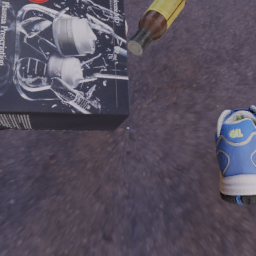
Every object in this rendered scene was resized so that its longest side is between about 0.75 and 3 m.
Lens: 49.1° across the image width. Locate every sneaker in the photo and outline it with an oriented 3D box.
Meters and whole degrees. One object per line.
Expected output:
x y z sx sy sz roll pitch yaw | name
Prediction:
1.864 0.124 4.104 0.976 0.992 2.577 -10 9 26 | sneaker

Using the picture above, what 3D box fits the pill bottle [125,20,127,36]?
-0.472 -2.244 6.264 0.859 0.859 1.552 -7 28 -5 | pill bottle

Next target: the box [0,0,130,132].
-0.942 -0.952 3.799 1.713 0.979 1.881 0 76 -17 | box

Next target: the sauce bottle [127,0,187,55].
0.608 -2.290 5.917 0.602 0.602 1.860 26 64 20 | sauce bottle
